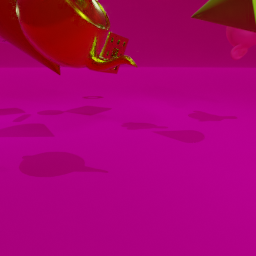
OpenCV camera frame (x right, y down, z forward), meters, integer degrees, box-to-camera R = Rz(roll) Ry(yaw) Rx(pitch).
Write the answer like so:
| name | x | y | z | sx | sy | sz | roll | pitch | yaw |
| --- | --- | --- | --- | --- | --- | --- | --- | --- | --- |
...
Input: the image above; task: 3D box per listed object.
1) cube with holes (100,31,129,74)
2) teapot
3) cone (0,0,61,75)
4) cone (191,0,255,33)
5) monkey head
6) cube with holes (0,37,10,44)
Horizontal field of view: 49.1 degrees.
| name | x | y | z | sx | sy | sz | roll | pitch | yaw |
| --- | --- | --- | --- | --- | --- | --- | --- | --- | --- |
| cube with holes | -0.956 | -2.637 | 9.293 | 1.247 | 1.247 | 1.247 | 27 | 18 | 21 |
| teapot | -0.688 | -1.366 | 3.585 | 0.951 | 1.942 | 1.208 | -36 | 7 | 28 |
| cone | -1.846 | -1.805 | 5.858 | 1.598 | 1.604 | 1.598 | -30 | 7 | 4 |
| cone | 1.798 | -2.288 | 5.370 | 1.205 | 1.200 | 1.200 | -5 | 9 | 30 |
| monkey head | 3.472 | -2.627 | 7.788 | 1.437 | 1.997 | 1.203 | 38 | -35 | -27 |
| cube with holes | -3.755 | -3.212 | 8.528 | 0.925 | 0.925 | 0.925 | -6 | -7 | -39 |
